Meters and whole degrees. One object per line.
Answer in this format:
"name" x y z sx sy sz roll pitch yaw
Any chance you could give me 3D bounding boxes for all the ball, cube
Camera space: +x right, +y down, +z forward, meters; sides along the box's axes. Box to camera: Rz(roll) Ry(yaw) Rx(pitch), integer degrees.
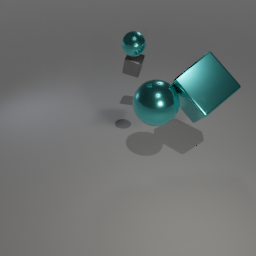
"ball" 0.840 -0.750 8.404 1.400 1.400 1.400 0 33 0
"cube" 0.229 -2.620 11.507 0.700 0.700 0.700 17 46 3
"cube" 2.258 -1.193 8.636 1.400 1.400 1.400 -39 86 -5
"ball" 0.166 -2.406 8.011 0.700 0.700 0.700 0 33 0
